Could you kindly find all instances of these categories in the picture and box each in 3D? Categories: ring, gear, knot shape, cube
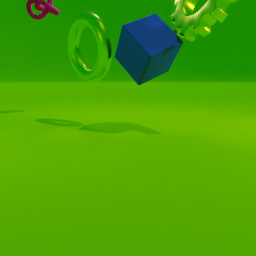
[{"bbox_3d":[-1.225,-2.458,8.642,0.416,2.081,2.081,-19,20,-39],"label":"ring"},{"bbox_3d":[1.933,-3.296,7.211,0.380,2.056,2.056,21,-1,-29],"label":"gear"},{"bbox_3d":[-3.387,-4.701,10.915,1.176,0.581,1.257,-13,-15,9],"label":"knot shape"},{"bbox_3d":[0.532,-2.165,7.757,1.207,1.207,1.207,-30,-18,-26],"label":"cube"}]
